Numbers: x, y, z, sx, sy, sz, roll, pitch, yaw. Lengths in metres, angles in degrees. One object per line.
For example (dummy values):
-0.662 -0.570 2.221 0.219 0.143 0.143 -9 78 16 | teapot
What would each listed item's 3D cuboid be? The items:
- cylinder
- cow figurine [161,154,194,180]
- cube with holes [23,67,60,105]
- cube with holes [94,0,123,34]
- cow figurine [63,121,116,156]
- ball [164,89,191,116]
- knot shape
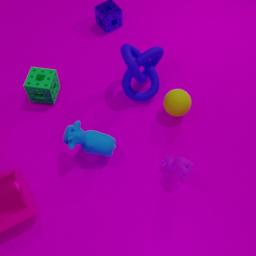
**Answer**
-3.156 1.870 6.980 1.331 1.331 1.331 -26 65 -13 | cylinder
1.321 0.987 7.647 0.901 0.916 0.503 36 71 22 | cow figurine
-2.717 -1.339 8.933 0.793 0.793 0.793 7 58 2 | cube with holes
-0.728 -4.197 10.547 0.754 0.754 0.754 -33 67 -15 | cube with holes
-1.023 0.343 7.638 1.403 1.380 0.770 13 81 6 | cow figurine
1.515 -0.775 8.617 0.836 0.836 0.836 0 62 0 | ball
0.426 -1.713 8.843 0.864 1.750 1.870 14 17 42 | knot shape
